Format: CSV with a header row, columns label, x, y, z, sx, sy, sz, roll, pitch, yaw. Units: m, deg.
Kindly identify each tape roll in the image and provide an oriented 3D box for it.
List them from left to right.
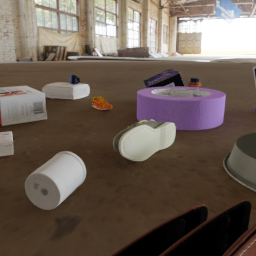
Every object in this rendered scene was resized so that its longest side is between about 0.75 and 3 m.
label,x,y,z,sx,sy,sz,roll,pitch,yaw
tape roll,1.765,-0.765,9.581,2.917,0.957,2.917,0,17,0

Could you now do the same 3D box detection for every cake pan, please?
label,x,y,z,sx,sy,sz,roll,pitch,yaw
cake pan,3.370,0.657,5.499,2.823,0.518,2.823,0,16,0

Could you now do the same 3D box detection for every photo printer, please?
label,x,y,z,sx,sy,sz,roll,pitch,yaw
photo printer,-3.073,-1.826,13.661,1.910,0.663,1.589,6,16,20

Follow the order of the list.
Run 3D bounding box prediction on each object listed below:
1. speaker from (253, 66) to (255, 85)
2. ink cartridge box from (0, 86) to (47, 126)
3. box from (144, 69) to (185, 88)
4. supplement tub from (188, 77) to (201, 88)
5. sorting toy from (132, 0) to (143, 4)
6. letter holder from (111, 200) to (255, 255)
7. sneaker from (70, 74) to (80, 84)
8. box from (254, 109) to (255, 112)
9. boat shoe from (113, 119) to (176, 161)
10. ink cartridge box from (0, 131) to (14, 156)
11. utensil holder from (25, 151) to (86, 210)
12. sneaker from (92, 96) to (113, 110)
label,x,y,z,sx,sy,sz,roll,pitch,yaw
speaker,3.792,-1.365,7.976,0.334,0.824,0.334,-3,-11,-1
ink cartridge box,-4.182,-0.833,9.785,1.977,0.944,2.252,-11,19,-32
box,1.563,-1.774,12.115,1.430,1.008,1.933,-24,16,3
supplement tub,3.014,-1.758,12.752,0.567,1.060,0.567,1,16,0
sorting toy,-0.502,-3.033,5.068,1.501,0.522,1.492,19,20,-42
letter holder,0.434,1.173,2.097,2.024,1.438,1.018,-15,22,-40
sneaker,-2.564,-2.350,13.645,0.463,0.416,1.188,3,21,-7
box,5.926,-0.704,10.255,2.265,0.470,1.348,13,21,31
boat shoe,0.335,0.229,6.542,0.671,0.802,2.244,12,14,35
ink cartridge box,-3.081,0.384,6.703,0.612,0.355,0.845,-7,18,-22
utensil holder,-1.165,0.848,4.585,0.687,0.687,0.809,5,19,17
sneaker,-1.066,-0.981,11.134,0.471,0.497,1.289,-11,21,-37
